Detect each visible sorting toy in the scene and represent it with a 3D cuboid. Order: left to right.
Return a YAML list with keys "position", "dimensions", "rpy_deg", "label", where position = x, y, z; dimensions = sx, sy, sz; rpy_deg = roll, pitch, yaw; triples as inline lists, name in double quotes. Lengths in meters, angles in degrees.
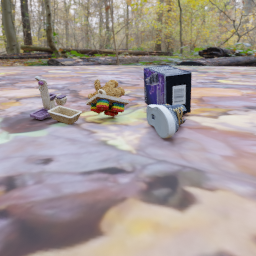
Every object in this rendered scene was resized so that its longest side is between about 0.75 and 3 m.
- position: [-0.737, -0.735, 9.640]
  dimensions: [1.155, 0.404, 1.162]
  rpy_deg: [10, -13, -26]
  label: "sorting toy"

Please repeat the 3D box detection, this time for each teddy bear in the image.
- position: [-0.858, -1.592, 12.274]
  dimensions: [1.945, 1.410, 0.649]
  rpy_deg: [-14, -15, -44]
  label: "teddy bear"

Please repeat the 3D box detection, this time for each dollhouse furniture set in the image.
- position: [-2.273, -1.110, 9.591]
  dimensions: [1.962, 1.393, 1.555]
  rpy_deg: [15, 33, 31]
  label: "dollhouse furniture set"

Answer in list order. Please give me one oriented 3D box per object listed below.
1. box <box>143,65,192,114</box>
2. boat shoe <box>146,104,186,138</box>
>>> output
- position: [1.484, -1.516, 10.933]
  dimensions: [1.110, 1.574, 2.128]
  rpy_deg: [-10, 21, -16]
  label: "box"
- position: [1.302, -0.335, 8.267]
  dimensions: [1.093, 0.852, 2.408]
  rpy_deg: [-5, 14, -7]
  label: "boat shoe"
